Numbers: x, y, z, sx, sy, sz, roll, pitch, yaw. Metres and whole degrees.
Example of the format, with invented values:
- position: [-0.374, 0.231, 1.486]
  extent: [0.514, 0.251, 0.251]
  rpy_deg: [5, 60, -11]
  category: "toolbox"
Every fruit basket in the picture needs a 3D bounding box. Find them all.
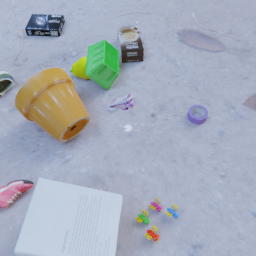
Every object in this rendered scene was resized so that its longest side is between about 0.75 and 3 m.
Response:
- position: [-1.480, -2.717, 12.567]
  extent: [2.164, 1.561, 2.164]
  rpy_deg: [-28, 46, 34]
  category: "fruit basket"

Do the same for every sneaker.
- position: [-0.193, -0.711, 8.591]
  extent: [0.955, 0.422, 0.384]
  rpy_deg: [-10, 33, 40]
  category: "sneaker"
- position: [-3.950, 2.267, 9.289]
  extent: [1.729, 0.637, 0.750]
  rpy_deg: [-18, 70, -9]
  category: "sneaker"
- position: [-5.847, -1.669, 11.947]
  extent: [0.979, 0.731, 2.180]
  rpy_deg: [35, 58, 28]
  category: "sneaker"

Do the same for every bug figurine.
- position: [0.928, 2.873, 8.897]
  extent: [1.392, 0.358, 1.079]
  rpy_deg: [-40, 57, -20]
  category: "bug figurine"

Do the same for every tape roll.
- position: [2.835, -0.548, 11.398]
  extent: [0.784, 0.333, 0.784]
  rpy_deg: [0, 55, 0]
  category: "tape roll"

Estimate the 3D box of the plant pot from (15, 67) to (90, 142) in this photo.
- position: [-2.617, -0.704, 10.505]
  extent: [2.300, 2.300, 2.106]
  rpy_deg: [-37, 77, -24]
  category: "plant pot"

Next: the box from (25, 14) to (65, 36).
- position: [-4.397, -5.499, 14.965]
  extent: [1.783, 0.388, 1.428]
  rpy_deg: [3, 54, 3]
  category: "box"

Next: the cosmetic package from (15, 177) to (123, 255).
- position: [-1.563, 2.808, 7.682]
  extent: [2.334, 1.954, 1.942]
  rpy_deg: [14, 55, -8]
  category: "cosmetic package"

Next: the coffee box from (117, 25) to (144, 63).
- position: [0.098, -4.142, 13.741]
  extent: [1.098, 0.766, 1.921]
  rpy_deg: [-7, 54, -5]
  category: "coffee box"
